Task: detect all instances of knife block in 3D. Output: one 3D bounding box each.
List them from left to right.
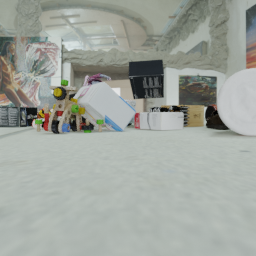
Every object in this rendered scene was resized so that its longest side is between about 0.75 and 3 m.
[{"bbox_3d":[1.936,-0.552,12.503,2.572,0.937,2.930,1,3,-11],"label":"knife block"}]

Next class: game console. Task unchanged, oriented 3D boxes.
[{"bbox_3d":[-1.499,-0.870,13.615,1.604,2.424,2.756,-34,18,-26],"label":"game console"}]

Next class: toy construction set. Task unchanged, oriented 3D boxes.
[{"bbox_3d":[-1.976,-0.628,8.404,1.971,1.515,1.644,1,3,37],"label":"toy construction set"}]

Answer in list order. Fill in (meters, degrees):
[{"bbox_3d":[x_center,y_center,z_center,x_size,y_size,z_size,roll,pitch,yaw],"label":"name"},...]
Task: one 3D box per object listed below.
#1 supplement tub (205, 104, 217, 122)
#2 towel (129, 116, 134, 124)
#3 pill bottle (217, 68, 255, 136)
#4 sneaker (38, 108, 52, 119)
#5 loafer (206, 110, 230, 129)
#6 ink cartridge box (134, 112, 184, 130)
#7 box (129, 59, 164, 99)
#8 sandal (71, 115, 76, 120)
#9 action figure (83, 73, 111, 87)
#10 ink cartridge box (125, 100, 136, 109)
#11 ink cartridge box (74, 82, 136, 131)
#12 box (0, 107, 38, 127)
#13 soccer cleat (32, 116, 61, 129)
[{"bbox_3d":[4.757,-0.620,13.472,1.912,1.023,1.023,0,3,-18],"label":"supplement tub"},{"bbox_3d":[0.565,-0.397,14.322,1.870,0.450,1.600,1,1,-42],"label":"towel"},{"bbox_3d":[3.522,-0.674,7.948,1.640,1.640,2.963,1,3,24],"label":"pill bottle"},{"bbox_3d":[-4.404,-0.508,14.792,0.874,0.679,1.943,-43,-6,-15],"label":"sneaker"},{"bbox_3d":[3.461,-0.334,10.575,0.725,0.709,1.987,0,3,0],"label":"loafer"},{"bbox_3d":[1.073,-0.252,9.880,1.077,0.608,1.468,-2,3,-34],"label":"ink cartridge box"},{"bbox_3d":[0.854,-2.104,12.480,1.467,0.819,2.078,-5,-21,5],"label":"box"},{"bbox_3d":[-2.536,-0.799,15.037,0.615,0.915,2.278,-50,16,-31],"label":"sandal"},{"bbox_3d":[-1.432,-1.722,11.563,1.276,1.148,1.714,13,23,-25],"label":"action figure"},{"bbox_3d":[-0.647,-0.983,13.286,1.782,0.749,1.301,7,12,17],"label":"ink cartridge box"},{"bbox_3d":[-0.918,-0.670,9.335,1.481,0.867,2.049,41,-15,-23],"label":"ink cartridge box"},{"bbox_3d":[-5.307,-0.505,12.402,2.026,0.873,1.659,0,3,9],"label":"box"},{"bbox_3d":[-2.875,-0.174,10.398,0.601,0.484,1.410,13,12,33],"label":"soccer cleat"}]
